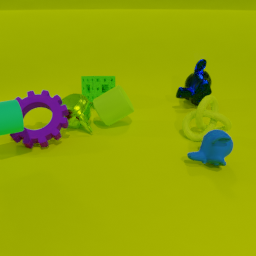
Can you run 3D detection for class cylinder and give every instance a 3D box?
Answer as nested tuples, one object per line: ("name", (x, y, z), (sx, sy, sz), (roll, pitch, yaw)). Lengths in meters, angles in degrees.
("cylinder", (-0.418, -0.660, 8.250), (0.904, 0.904, 0.904), (-29, 24, 10))
("cylinder", (-2.796, -0.212, 6.241), (0.736, 0.736, 0.736), (-14, 29, -30))

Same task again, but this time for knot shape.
("knot shape", (2.105, -0.288, 7.472), (1.274, 1.192, 0.589), (-4, 25, 0))

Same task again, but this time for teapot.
("teapot", (-1.523, -0.423, 8.228), (1.093, 0.861, 1.758), (-39, 41, -10))

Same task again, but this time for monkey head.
("monkey head", (2.209, -1.416, 9.613), (1.297, 1.803, 1.086), (1, 48, -10))
("monkey head", (1.845, 0.416, 6.312), (0.948, 0.794, 1.318), (6, 0, 0))

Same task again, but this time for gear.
("gear", (-2.383, -0.258, 7.371), (1.592, 0.294, 1.592), (1, 63, -1))

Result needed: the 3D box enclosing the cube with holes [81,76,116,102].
("cube with holes", (-1.041, -1.387, 9.858), (0.871, 0.871, 0.871), (-8, 12, -38))
